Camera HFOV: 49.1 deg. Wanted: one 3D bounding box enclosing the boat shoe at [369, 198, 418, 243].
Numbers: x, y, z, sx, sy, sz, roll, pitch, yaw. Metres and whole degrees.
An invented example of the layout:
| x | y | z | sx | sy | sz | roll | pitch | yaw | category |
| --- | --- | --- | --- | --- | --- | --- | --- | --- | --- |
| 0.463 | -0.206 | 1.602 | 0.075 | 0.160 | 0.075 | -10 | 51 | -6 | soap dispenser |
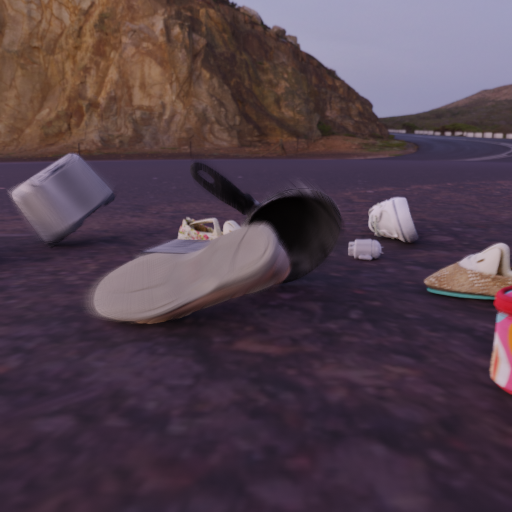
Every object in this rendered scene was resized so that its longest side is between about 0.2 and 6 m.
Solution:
| x | y | z | sx | sy | sz | roll | pitch | yaw | category |
| --- | --- | --- | --- | --- | --- | --- | --- | --- | --- |
| 2.854 | -0.697 | 11.977 | 0.863 | 0.951 | 2.586 | -18 | 3 | 12 | boat shoe |

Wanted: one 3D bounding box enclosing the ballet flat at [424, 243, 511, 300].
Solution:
| x | y | z | sx | sy | sz | roll | pitch | yaw | category |
| --- | --- | --- | --- | --- | --- | --- | --- | --- | --- |
| 3.490 | 0.237 | 7.420 | 2.444 | 0.798 | 0.862 | 7 | 14 | 29 | ballet flat |

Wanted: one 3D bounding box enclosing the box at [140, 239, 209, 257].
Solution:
| x | y | z | sx | sy | sz | roll | pitch | yaw | category |
| --- | --- | --- | --- | --- | --- | --- | --- | --- | --- |
| -0.978 | 0.148 | 8.178 | 1.010 | 0.623 | 1.002 | 3 | 14 | 22 | box |

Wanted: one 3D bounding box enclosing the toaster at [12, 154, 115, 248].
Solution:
| x | y | z | sx | sy | sz | roll | pitch | yaw | category |
| --- | --- | --- | --- | --- | --- | --- | --- | --- | --- |
| -3.945 | -1.141 | 11.321 | 1.127 | 1.282 | 1.984 | -21 | 22 | 42 | toaster |

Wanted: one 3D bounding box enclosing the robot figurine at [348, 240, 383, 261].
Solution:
| x | y | z | sx | sy | sz | roll | pitch | yaw | category |
| --- | --- | --- | --- | --- | --- | --- | --- | --- | --- |
| 1.975 | -0.115 | 10.076 | 0.617 | 0.349 | 0.523 | 3 | 46 | 12 | robot figurine |

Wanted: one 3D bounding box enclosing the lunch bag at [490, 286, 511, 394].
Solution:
| x | y | z | sx | sy | sz | roll | pitch | yaw | category |
| --- | --- | --- | --- | --- | --- | --- | --- | --- | --- |
| 3.442 | 0.714 | 4.827 | 2.694 | 1.104 | 2.373 | -6 | 9 | -29 | lunch bag |

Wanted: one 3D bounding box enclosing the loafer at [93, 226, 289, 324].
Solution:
| x | y | z | sx | sy | sz | roll | pitch | yaw | category |
| --- | --- | --- | --- | --- | --- | --- | --- | --- | --- |
| -0.759 | 0.370 | 6.648 | 2.398 | 0.862 | 0.754 | -17 | -37 | 18 | loafer |

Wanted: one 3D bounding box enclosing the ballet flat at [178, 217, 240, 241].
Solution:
| x | y | z | sx | sy | sz | roll | pitch | yaw | category |
| --- | --- | --- | --- | --- | --- | --- | --- | --- | --- |
| -0.696 | -0.381 | 10.650 | 1.981 | 0.633 | 0.749 | 7 | 12 | 28 | ballet flat |

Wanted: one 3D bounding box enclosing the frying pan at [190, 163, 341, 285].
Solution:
| x | y | z | sx | sy | sz | roll | pitch | yaw | category |
| --- | --- | --- | --- | --- | --- | --- | --- | --- | --- |
| -0.010 | -0.357 | 7.638 | 2.693 | 1.629 | 0.438 | 10 | 32 | -32 | frying pan |
